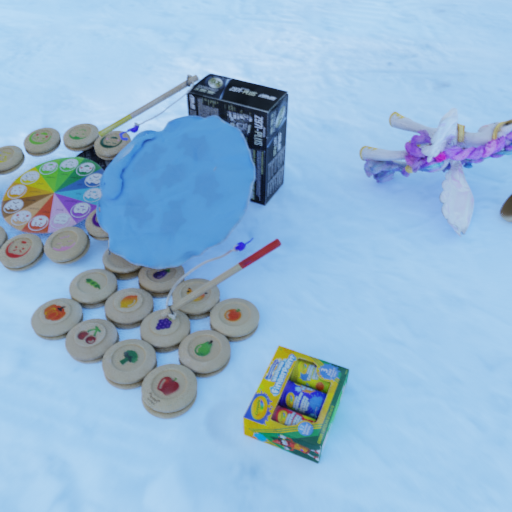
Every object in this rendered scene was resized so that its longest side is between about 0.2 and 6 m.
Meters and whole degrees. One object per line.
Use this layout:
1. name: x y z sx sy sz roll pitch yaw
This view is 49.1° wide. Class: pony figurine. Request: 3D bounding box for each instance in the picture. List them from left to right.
1. pony figurine: 3.459 -1.943 10.665 2.751 2.291 2.656 10 45 41

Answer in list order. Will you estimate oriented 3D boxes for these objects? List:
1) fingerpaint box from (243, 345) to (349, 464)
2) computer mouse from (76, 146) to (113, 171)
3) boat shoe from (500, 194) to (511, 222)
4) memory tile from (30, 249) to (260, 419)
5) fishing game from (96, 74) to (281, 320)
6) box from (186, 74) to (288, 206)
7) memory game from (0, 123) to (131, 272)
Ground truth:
1. fingerpaint box: 0.549 1.932 7.475 1.060 0.466 1.270 17 45 17
2. computer mouse: -2.359 -2.078 11.596 2.992 0.509 0.877 -16 51 -6
3. boat shoe: 5.333 -1.082 10.655 1.572 0.507 0.560 -36 35 -7
4. memory tile: -1.706 0.950 8.695 3.122 0.262 2.393 25 48 25
5. fishing game: -1.355 -1.055 9.455 2.964 0.644 4.140 -32 61 5
6. box: -0.350 -2.236 10.814 1.696 2.071 0.892 19 46 20
7. memory game: -3.886 -1.277 10.650 3.880 0.247 3.880 -3 52 4
